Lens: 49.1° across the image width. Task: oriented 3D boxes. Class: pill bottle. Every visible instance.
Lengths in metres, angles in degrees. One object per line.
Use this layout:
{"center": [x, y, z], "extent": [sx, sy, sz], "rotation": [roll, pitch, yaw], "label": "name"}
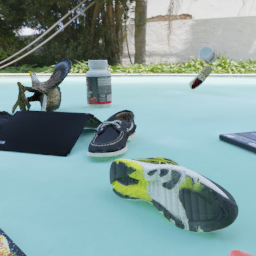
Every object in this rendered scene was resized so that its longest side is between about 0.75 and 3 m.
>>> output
{"center": [-1.471, -2.226, 14.124], "extent": [1.286, 2.323, 1.286], "rotation": [-1, 13, 0], "label": "pill bottle"}
{"center": [3.048, -2.740, 10.607], "extent": [0.533, 0.533, 0.950], "rotation": [7, 4, 27], "label": "pill bottle"}

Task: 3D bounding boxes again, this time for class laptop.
{"center": [-2.129, 0.237, 8.235], "extent": [2.391, 1.394, 2.698], "rotation": [4, -12, 15], "label": "laptop"}

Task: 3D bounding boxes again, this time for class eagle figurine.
{"center": [-3.594, -1.765, 12.414], "extent": [2.175, 2.164, 2.867], "rotation": [-2, 16, 43], "label": "eagle figurine"}

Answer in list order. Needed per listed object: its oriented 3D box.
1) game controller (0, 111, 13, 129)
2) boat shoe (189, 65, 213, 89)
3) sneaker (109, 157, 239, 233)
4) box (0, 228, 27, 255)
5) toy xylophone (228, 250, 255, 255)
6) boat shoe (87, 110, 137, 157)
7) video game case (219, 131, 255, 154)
{"center": [-5.419, -0.177, 9.448], "extent": [2.891, 0.609, 1.508], "rotation": [0, 27, 4], "label": "game controller"}
{"center": [2.770, -1.869, 10.578], "extent": [0.409, 1.108, 0.383], "rotation": [33, 30, -16], "label": "boat shoe"}
{"center": [0.674, 0.795, 4.236], "extent": [0.928, 0.817, 2.193], "rotation": [-12, 17, -42], "label": "sneaker"}
{"center": [-1.738, 1.380, 2.926], "extent": [1.352, 0.255, 0.923], "rotation": [12, 18, 44], "label": "box"}
{"center": [1.280, 1.517, 1.887], "extent": [1.302, 0.447, 1.778], "rotation": [7, 15, 24], "label": "toy xylophone"}
{"center": [-0.338, 0.081, 7.358], "extent": [1.000, 0.817, 2.707], "rotation": [4, 13, 18], "label": "boat shoe"}
{"center": [3.819, 0.338, 7.680], "extent": [2.076, 0.197, 1.483], "rotation": [-3, 13, -18], "label": "video game case"}
